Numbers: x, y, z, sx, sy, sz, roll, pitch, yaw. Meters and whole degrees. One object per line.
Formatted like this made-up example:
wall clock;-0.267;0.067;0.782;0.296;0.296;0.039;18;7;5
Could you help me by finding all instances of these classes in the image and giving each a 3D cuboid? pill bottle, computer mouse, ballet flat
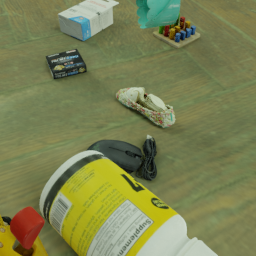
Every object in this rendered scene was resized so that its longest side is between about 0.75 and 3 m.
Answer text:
pill bottle;-0.043;1.786;4.824;2.859;1.634;1.634;35;56;27
computer mouse;-0.180;0.593;6.697;1.773;0.467;1.228;3;49;3
ballet flat;0.498;-0.751;7.803;2.032;0.649;0.768;32;53;26

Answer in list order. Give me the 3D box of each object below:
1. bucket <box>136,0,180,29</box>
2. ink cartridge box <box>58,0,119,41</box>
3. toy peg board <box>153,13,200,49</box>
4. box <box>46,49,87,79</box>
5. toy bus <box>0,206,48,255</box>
bucket;0.590;-2.547;5.649;0.682;1.048;1.048;-7;48;-9
ink cartridge box;-1.469;-4.367;11.014;1.275;0.746;2.198;30;54;25
toy peg board;1.844;-3.737;10.521;1.306;0.639;1.301;-33;56;-26
box;-2.065;-2.149;9.331;1.128;0.280;1.120;-16;51;-15
toy bus;-2.050;2.216;4.640;2.392;1.310;2.535;-4;73;29
